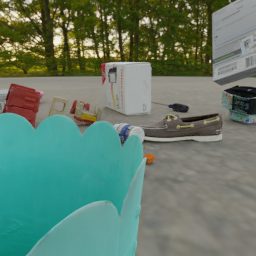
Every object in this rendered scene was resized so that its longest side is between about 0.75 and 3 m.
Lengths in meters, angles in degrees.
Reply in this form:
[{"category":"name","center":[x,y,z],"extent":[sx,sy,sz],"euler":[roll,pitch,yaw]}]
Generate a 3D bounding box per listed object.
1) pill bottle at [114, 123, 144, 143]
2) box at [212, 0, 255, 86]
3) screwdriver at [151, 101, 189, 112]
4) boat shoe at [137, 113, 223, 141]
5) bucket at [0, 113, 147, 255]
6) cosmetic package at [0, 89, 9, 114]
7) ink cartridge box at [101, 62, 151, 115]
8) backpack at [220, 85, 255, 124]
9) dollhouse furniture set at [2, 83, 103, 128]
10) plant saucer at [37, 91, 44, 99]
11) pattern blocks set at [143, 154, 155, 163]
[{"category":"pill bottle","center":[-0.032,0.137,6.843],"extent":[0.464,0.464,0.835],"euler":[-10,16,-38]},{"category":"box","center":[3.422,-2.677,8.242],"extent":[0.505,2.451,1.910],"euler":[16,-20,-38]},{"category":"screwdriver","center":[1.668,-0.977,12.150],"extent":[0.359,0.344,2.468],"euler":[29,-6,-34]},{"category":"boat shoe","center":[1.286,-0.037,7.131],"extent":[2.246,0.668,0.807],"euler":[0,13,-1]},{"category":"bucket","center":[-1.007,0.803,1.589],"extent":[2.274,1.479,2.274],"euler":[1,12,0]},{"category":"cosmetic package","center":[-4.828,-0.989,10.852],"extent":[1.119,0.945,2.096],"euler":[-7,17,-16]},{"category":"ink cartridge box","center":[-0.145,-1.711,11.571],"extent":[1.149,1.981,2.684],"euler":[-7,14,-21]},{"category":"backpack","center":[3.979,-0.857,9.482],"extent":[1.403,1.190,1.581],"euler":[-12,27,-30]},{"category":"dollhouse furniture set","center":[-2.414,-0.479,8.862],"extent":[2.793,1.136,1.503],"euler":[13,6,-25]},{"category":"plant saucer","center":[-5.300,-1.479,13.800],"extent":[2.219,0.562,2.219],"euler":[-1,12,0]},{"category":"pattern blocks set","center":[-0.205,0.604,5.511],"extent":[1.430,0.132,1.626],"euler":[4,13,15]}]
